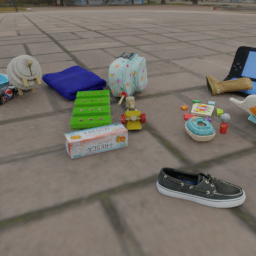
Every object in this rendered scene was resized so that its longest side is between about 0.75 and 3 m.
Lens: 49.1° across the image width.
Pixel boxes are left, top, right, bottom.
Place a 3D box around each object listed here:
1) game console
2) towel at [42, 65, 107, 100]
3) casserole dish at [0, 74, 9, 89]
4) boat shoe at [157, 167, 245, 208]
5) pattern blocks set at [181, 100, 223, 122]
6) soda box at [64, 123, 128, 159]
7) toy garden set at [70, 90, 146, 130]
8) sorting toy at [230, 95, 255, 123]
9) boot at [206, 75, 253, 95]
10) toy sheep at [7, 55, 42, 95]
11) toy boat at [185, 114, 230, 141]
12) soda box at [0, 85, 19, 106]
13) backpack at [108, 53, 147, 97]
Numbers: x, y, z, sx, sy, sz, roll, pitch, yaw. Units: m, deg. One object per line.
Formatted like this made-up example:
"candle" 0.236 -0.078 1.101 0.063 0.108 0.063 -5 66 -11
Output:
"game console" 5.954 -2.539 12.795 2.964 2.607 1.725 21 7 33
"towel" -2.515 -2.085 13.054 2.080 0.698 2.817 -25 37 -27
"casserole dish" -6.728 -1.830 12.599 2.905 0.564 1.760 -20 34 -31
"boat shoe" 1.715 1.368 6.639 2.071 0.586 0.711 6 29 11
"pattern blocks set" 2.892 -0.711 10.955 1.594 0.147 1.814 4 28 7
"soda box" -0.945 0.373 8.484 1.840 0.585 0.629 -11 30 -21
"toy garden set" -0.724 -0.625 10.403 2.488 0.596 2.985 -4 28 -3
"sorting toy" 4.972 -0.797 10.055 2.548 1.361 2.293 -7 22 -17
"boot" 4.536 -2.033 12.733 1.720 0.569 1.506 -9 41 6
"toy sheep" -4.200 -2.228 11.442 1.501 1.501 2.177 -26 2 -39
"toy boat" 2.642 -0.099 9.251 1.478 0.687 1.243 -6 28 -10
"soda box" -5.255 -1.407 11.929 0.495 0.443 1.398 7 30 12
"backpack" -0.001 -2.258 12.188 1.501 1.721 1.957 11 34 26
